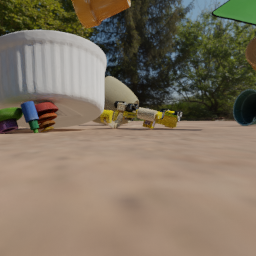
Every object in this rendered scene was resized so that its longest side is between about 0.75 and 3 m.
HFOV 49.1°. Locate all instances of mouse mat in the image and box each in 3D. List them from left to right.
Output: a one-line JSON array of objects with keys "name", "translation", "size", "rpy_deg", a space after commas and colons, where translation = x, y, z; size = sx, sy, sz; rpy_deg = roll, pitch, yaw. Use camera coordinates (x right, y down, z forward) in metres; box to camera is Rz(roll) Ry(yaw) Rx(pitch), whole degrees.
[{"name": "mouse mat", "translation": [3.568, -3.015, 7.077], "size": [1.864, 0.087, 2.316], "rpy_deg": [-38, 51, -23]}]

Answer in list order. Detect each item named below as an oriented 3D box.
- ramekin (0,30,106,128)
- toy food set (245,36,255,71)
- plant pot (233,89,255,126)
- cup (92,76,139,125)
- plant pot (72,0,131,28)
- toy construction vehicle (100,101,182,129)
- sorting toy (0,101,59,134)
[{"name": "ramekin", "translation": [-1.798, -0.894, 6.380], "size": [2.727, 1.329, 2.727], "rpy_deg": [-6, -13, -1]}, {"name": "toy food set", "translation": [4.449, -2.534, 9.194], "size": [0.279, 1.147, 1.135], "rpy_deg": [-2, -29, -46]}, {"name": "plant pot", "translation": [5.157, -0.707, 10.941], "size": [1.399, 1.429, 1.429], "rpy_deg": [7, -1, -22]}, {"name": "cup", "translation": [-0.440, -0.999, 12.246], "size": [1.548, 2.164, 2.164], "rpy_deg": [22, 8, 16]}, {"name": "plant pot", "translation": [-0.719, -3.794, 7.993], "size": [1.417, 1.547, 1.547], "rpy_deg": [-9, 0, 11]}, {"name": "toy construction vehicle", "translation": [0.401, -0.235, 7.458], "size": [1.733, 0.701, 1.990], "rpy_deg": [12, 9, 20]}, {"name": "sorting toy", "translation": [-1.815, -0.101, 5.037], "size": [1.313, 0.539, 0.789], "rpy_deg": [-16, -5, -35]}]
